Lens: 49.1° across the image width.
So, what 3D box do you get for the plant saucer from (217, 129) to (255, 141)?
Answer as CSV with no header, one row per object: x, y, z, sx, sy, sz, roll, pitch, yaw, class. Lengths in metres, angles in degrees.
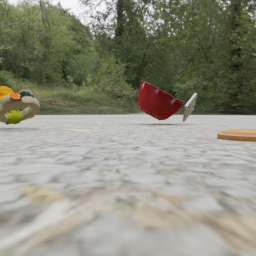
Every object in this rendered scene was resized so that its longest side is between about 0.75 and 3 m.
2.083,0.112,4.922,0.987,0.159,0.987,0,4,0,plant saucer

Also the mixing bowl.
1.080,-0.923,10.656,1.859,1.007,1.859,29,7,-4,mixing bowl

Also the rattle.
-3.058,-0.959,7.506,1.236,1.356,1.899,-4,-20,-12,rattle

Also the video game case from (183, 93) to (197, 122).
2.310,-0.762,10.487,0.100,0.793,0.872,25,51,24,video game case
